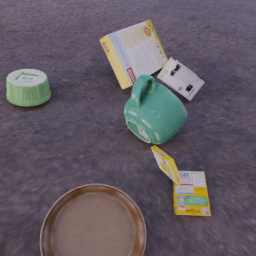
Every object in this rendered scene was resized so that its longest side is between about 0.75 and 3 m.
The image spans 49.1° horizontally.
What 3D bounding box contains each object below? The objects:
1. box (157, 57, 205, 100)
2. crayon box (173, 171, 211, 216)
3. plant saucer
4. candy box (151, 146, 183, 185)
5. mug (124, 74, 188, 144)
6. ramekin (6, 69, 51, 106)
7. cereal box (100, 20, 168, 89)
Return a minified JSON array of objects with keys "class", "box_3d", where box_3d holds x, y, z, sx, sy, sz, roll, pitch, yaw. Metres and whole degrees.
[{"class":"box","box_3d":[1.828,-1.709,9.720,1.435,0.837,0.432,37,22,-2]},{"class":"crayon box","box_3d":[1.524,1.647,6.868,0.801,0.328,1.273,1,42,5]},{"class":"plant saucer","box_3d":[-0.673,2.154,5.606,2.066,0.331,2.066,1,83,-10]},{"class":"candy box","box_3d":[0.939,0.894,6.989,0.174,0.673,1.317,-24,14,-7]},{"class":"mug","box_3d":[0.578,-0.447,8.031,1.238,2.001,1.644,-47,15,-14]},{"class":"ramekin","box_3d":[-3.456,-1.452,9.712,1.492,0.729,1.492,5,36,-4]},{"class":"cereal box","box_3d":[0.345,-2.848,10.598,0.531,1.934,2.688,-12,17,47]}]
